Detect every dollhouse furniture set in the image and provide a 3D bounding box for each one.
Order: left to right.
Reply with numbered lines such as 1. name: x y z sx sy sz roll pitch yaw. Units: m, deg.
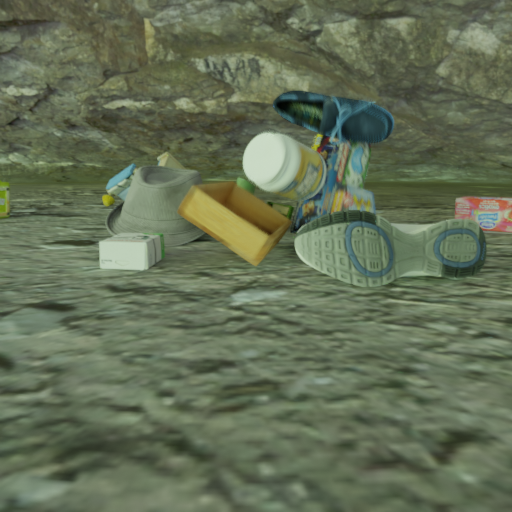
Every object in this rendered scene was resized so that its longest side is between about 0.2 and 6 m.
1. dollhouse furniture set: -3.067 -1.347 16.894 2.714 2.562 1.771 -22 40 35
2. dollhouse furniture set: 0.170 -1.260 14.660 0.775 1.003 2.007 16 0 30

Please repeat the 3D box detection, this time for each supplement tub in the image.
1. supplement tub: 0.584 -1.793 11.329 1.141 1.141 1.578 7 -1 36

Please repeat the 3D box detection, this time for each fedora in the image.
1. fedora: -2.194 -1.407 13.459 2.600 1.328 2.940 14 25 17

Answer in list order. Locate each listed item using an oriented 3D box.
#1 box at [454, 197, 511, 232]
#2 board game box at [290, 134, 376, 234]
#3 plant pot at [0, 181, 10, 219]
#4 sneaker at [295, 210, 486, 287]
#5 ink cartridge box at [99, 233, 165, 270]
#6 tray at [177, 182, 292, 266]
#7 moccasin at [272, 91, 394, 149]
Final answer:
1. box: 6.499 -1.152 15.395 1.833 0.875 0.914 7 12 36
2. board game box: 1.791 -1.412 11.886 0.719 2.330 2.329 13 4 -25
3. plant pot: -8.798 -1.832 18.121 1.260 1.388 1.381 14 16 29
4. sneaker: 2.090 -0.061 9.185 3.179 1.184 1.385 5 -3 -15
5. ink cartridge box: -2.277 -0.103 10.389 0.888 0.512 1.217 1 10 4
6. tray: -0.280 -0.742 11.177 1.674 0.628 3.394 34 12 3
7. moccasin: 1.328 -2.456 10.226 2.254 0.907 0.769 15 25 24
